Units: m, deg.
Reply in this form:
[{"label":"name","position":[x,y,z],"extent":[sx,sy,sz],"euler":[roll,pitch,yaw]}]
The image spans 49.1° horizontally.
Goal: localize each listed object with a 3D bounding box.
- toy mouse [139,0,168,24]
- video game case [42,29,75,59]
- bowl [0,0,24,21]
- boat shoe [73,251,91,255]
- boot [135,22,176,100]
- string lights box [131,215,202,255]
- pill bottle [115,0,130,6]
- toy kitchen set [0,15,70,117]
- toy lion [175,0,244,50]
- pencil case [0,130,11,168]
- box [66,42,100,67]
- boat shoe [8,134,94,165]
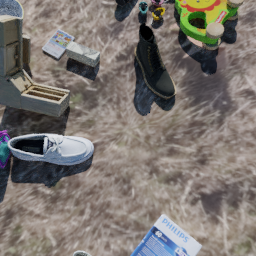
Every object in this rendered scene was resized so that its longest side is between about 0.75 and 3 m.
[{"label":"toy mouse","position":[0.939,-4.993,11.474],"extent":[1.374,0.299,1.546],"euler":[42,76,12]},{"label":"video game case","position":[-2.735,-3.316,11.023],"extent":[0.795,0.100,1.110],"euler":[31,74,10]},{"label":"bowl","position":[-4.827,-4.081,10.875],"extent":[1.831,0.859,1.831],"euler":[0,72,-1]},{"label":"boat shoe","position":[-1.222,3.995,8.473],"extent":[0.962,0.306,0.340],"euler":[19,73,6]},{"label":"boot","position":[0.941,-2.290,9.847],"extent":[0.940,1.679,2.428],"euler":[-31,75,-10]},{"label":"string lights box","position":[0.744,4.073,8.177],"extent":[1.407,0.807,2.738],"euler":[39,76,12]},{"label":"pill bottle","position":[-0.053,-5.594,11.494],"extent":[0.644,0.644,1.152],"euler":[27,74,9]},{"label":"toy kitchen set","position":[-3.103,-2.272,9.692],"extent":[2.456,2.722,2.221],"euler":[13,29,3]},{"label":"toy lion","position":[2.981,-4.772,11.189],"extent":[2.629,0.941,2.742],"euler":[30,74,17]},{"label":"pencil case","position":[-5.322,0.635,9.109],"extent":[2.798,1.190,1.293],"euler":[3,103,0]},{"label":"box","position":[-1.698,-2.802,10.637],"extent":[1.220,0.417,0.501],"euler":[22,58,6]},{"label":"boat shoe","position":[-2.545,0.687,9.260],"extent":[2.751,0.899,1.012],"euler":[-4,72,-1]}]
